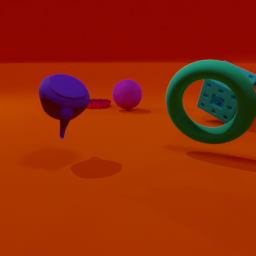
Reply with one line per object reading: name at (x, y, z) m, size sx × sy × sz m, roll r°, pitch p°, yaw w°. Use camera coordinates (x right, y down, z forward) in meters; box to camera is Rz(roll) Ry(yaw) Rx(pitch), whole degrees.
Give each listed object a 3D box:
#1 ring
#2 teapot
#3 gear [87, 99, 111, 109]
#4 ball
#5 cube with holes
ring at (1.398, -0.407, 4.852) m, size 1.556 × 1.556 × 0.311 m, roll 7°, pitch 32°, yaw 27°
teapot at (-1.063, -0.429, 4.594) m, size 0.826 × 0.651 × 1.329 m, roll 9°, pitch 41°, yaw -25°
gear at (-1.194, -0.894, 10.263) m, size 1.138 × 0.211 × 1.138 m, roll 0°, pitch 14°, yaw 0°
ball at (-0.022, -1.121, 9.385) m, size 0.988 × 0.988 × 0.988 m, roll 0°, pitch 14°, yaw 0°
cube with holes at (2.661, -0.958, 7.538) m, size 1.036 × 1.036 × 1.036 m, roll 34°, pitch 55°, yaw 26°
